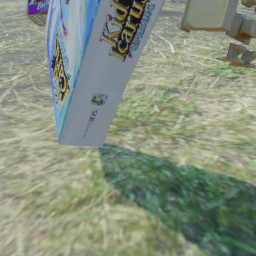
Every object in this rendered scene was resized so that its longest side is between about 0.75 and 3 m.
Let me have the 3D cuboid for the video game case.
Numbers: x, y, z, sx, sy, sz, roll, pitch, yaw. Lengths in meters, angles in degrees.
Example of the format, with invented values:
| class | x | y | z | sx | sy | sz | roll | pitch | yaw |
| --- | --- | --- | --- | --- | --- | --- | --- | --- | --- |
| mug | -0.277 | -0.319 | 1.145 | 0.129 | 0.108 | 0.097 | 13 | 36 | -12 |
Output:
| class | x | y | z | sx | sy | sz | roll | pitch | yaw |
| --- | --- | --- | --- | --- | --- | --- | --- | --- | --- |
| video game case | -0.515 | -1.657 | 3.644 | 0.648 | 2.586 | 2.853 | 4 | 43 | -24 |

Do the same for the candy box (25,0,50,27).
| class | x | y | z | sx | sy | sz | roll | pitch | yaw |
| --- | --- | --- | --- | --- | --- | --- | --- | --- | --- |
| candy box | -1.469 | -3.910 | 8.111 | 2.847 | 1.661 | 0.804 | 5 | -7 | 17 |

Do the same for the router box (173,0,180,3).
| class | x | y | z | sx | sy | sz | roll | pitch | yaw |
| --- | --- | --- | --- | --- | --- | --- | --- | --- | --- |
| router box | 1.309 | -4.170 | 7.492 | 0.341 | 1.254 | 1.397 | 41 | 25 | 21 |

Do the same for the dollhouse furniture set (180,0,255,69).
| class | x | y | z | sx | sy | sz | roll | pitch | yaw |
| --- | --- | --- | --- | --- | --- | --- | --- | --- | --- |
| dollhouse furniture set | 2.181 | -2.314 | 6.227 | 1.713 | 1.574 | 1.115 | 4 | 13 | -40 |
